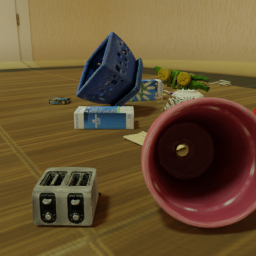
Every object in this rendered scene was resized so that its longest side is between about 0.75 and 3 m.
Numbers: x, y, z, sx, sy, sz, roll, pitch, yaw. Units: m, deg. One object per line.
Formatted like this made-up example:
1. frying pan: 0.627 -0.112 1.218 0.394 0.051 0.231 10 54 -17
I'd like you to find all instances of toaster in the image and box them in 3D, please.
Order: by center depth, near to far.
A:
1. toaster: -1.160 1.309 5.549 1.122 0.736 1.240 1 17 1

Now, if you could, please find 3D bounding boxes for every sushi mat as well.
1. sushi mat: 0.828 0.469 9.269 0.972 0.123 2.032 -15 23 -36

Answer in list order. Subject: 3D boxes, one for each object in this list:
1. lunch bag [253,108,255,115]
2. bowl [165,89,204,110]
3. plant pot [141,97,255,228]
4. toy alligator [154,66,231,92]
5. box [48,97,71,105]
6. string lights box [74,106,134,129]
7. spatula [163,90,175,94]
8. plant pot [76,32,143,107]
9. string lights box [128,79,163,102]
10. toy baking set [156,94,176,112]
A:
1. lunch bag: 6.012 -0.521 11.118 1.909 0.888 2.167 7 19 20
2. bowl: 2.901 -1.416 13.798 2.166 1.017 2.166 0 17 0
3. plant pot: 1.399 0.566 5.824 2.327 2.327 2.083 0 2 -1
4. toy alligator: 2.228 -1.675 10.355 2.972 0.714 0.985 20 15 28
5. box: -3.708 -1.485 15.305 1.017 0.234 0.808 2 18 8
6. string lights box: -0.919 -0.439 11.214 2.293 0.676 1.178 0 17 0
7. spatula: 2.454 -2.383 18.258 1.895 0.195 0.536 15 21 40
8. plant pot: -0.696 -2.394 12.844 2.196 2.443 2.443 29 47 -24
9. string lights box: 0.887 -2.153 15.961 2.170 1.115 0.640 -5 18 -17
10. toy baking set: 1.613 -0.975 11.179 1.042 0.799 0.121 10 32 19
